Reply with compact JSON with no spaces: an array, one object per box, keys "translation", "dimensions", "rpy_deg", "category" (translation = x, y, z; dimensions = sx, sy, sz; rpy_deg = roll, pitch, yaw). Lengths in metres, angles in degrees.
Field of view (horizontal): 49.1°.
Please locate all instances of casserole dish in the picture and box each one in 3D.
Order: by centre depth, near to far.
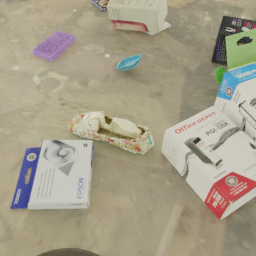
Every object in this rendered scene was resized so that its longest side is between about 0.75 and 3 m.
[{"translation":[0.055,-2.284,9.919],"dimensions":[1.069,0.207,0.648],"rpy_deg":[-2,45,43],"category":"casserole dish"}]

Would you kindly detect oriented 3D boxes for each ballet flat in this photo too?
[{"translation":[-0.508,-0.048,7.891],"dimensions":[2.649,0.847,1.002],"rpy_deg":[15,53,13],"category":"ballet flat"}]

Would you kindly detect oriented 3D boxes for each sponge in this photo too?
[{"translation":[-2.899,-3.273,11.065],"dimensions":[0.916,0.245,1.642],"rpy_deg":[21,53,16],"category":"sponge"}]

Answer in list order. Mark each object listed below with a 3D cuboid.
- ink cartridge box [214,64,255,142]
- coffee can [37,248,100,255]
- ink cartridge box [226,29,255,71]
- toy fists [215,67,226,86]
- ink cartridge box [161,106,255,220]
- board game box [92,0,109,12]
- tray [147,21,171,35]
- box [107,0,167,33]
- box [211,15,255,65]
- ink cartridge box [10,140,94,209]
[{"translation":[3.466,-0.224,7.419],"dimensions":[1.025,1.775,2.431],"rpy_deg":[-17,51,-15],"category":"ink cartridge box"},{"translation":[-0.765,3.111,4.001],"dimensions":[1.898,2.593,1.898],"rpy_deg":[0,49,0],"category":"coffee can"},{"translation":[3.842,-1.972,8.800],"dimensions":[1.484,2.040,0.489],"rpy_deg":[-19,25,-16],"category":"ink cartridge box"},{"translation":[3.034,-1.635,9.000],"dimensions":[0.317,0.922,0.470],"rpy_deg":[-38,62,5],"category":"toy fists"},{"translation":[2.238,0.756,7.086],"dimensions":[1.743,0.984,2.375],"rpy_deg":[-26,55,-20],"category":"ink cartridge box"},{"translation":[-1.179,-5.935,13.398],"dimensions":[0.684,0.175,1.010],"rpy_deg":[-26,54,-20],"category":"board game box"},{"translation":[0.722,-4.874,12.443],"dimensions":[1.202,0.248,2.238],"rpy_deg":[-33,57,-24],"category":"tray"},{"translation":[0.418,-4.889,11.564],"dimensions":[2.132,1.162,1.363],"rpy_deg":[13,62,19],"category":"box"},{"translation":[4.384,-3.048,10.208],"dimensions":[2.319,1.230,1.417],"rpy_deg":[16,51,13],"category":"box"},{"translation":[-1.892,1.130,7.173],"dimensions":[1.914,0.388,1.910],"rpy_deg":[-2,49,-1],"category":"ink cartridge box"}]
